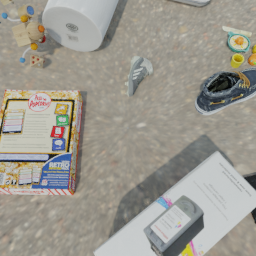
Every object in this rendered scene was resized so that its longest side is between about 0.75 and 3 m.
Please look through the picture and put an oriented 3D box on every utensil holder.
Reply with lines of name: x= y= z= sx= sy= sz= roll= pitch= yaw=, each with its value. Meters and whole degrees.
utensil holder: x=-1.300 y=-3.742 z=8.334 sx=1.925 sy=1.925 sz=2.265 roll=13 pitch=67 yaw=6

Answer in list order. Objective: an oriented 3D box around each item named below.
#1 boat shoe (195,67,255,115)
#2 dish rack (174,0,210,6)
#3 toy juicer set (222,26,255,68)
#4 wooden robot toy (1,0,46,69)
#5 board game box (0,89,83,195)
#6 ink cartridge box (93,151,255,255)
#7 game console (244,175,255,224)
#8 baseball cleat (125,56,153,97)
boat shoe: x=2.946 y=-1.190 z=7.588 sx=2.368 sy=1.075 sz=0.838 roll=-29 pitch=68 yaw=-13
dish rack: x=1.859 y=-5.095 z=9.727 sx=2.379 sy=0.518 sz=2.042 roll=17 pitch=67 yaw=8
toy juicer set: x=3.585 y=-2.618 z=8.605 sx=1.053 sy=0.450 sz=1.655 roll=-2 pitch=64 yaw=-1
wooden robot toy: x=-2.565 y=-2.724 z=7.574 sx=1.022 sy=2.251 sz=0.992 roll=0 pitch=26 yaw=38
board game box: x=-2.297 y=0.303 z=7.139 sx=2.033 sy=0.622 sz=2.684 roll=1 pitch=65 yaw=1
ink cartridge box: x=0.906 y=2.016 z=5.529 sx=2.857 sy=2.108 sz=1.223 roll=-36 pitch=69 yaw=-14
game console: x=3.830 y=1.593 z=6.263 sx=1.913 sy=1.135 sz=1.649 roll=-11 pitch=66 yaw=-6
baseball cleat: x=0.343 y=-1.510 z=8.067 sx=0.749 sy=0.491 sz=1.408 roll=7 pitch=66 yaw=4
